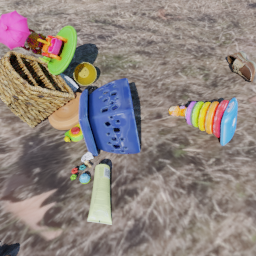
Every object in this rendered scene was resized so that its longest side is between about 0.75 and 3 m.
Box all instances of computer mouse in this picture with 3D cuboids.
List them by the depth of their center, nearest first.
[{"bbox_3d":[-2.812,-1.829,12.277,2.914,0.639,1.598,30,54,26],"label":"computer mouse"}]

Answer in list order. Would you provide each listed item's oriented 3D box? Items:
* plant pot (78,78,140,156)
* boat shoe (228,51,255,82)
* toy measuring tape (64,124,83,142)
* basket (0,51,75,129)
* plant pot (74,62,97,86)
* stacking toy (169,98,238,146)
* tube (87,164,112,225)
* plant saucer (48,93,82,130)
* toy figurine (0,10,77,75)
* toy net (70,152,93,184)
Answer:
[{"bbox_3d":[-0.674,-0.301,9.823,1.840,2.046,2.046,-11,40,0],"label":"plant pot"},{"bbox_3d":[5.340,-2.858,13.210,0.836,0.882,2.329,-5,37,0],"label":"boat shoe"},{"bbox_3d":[-1.704,0.078,10.495,0.569,0.569,1.546,34,55,29],"label":"toy measuring tape"},{"bbox_3d":[-3.859,-1.905,10.954,2.178,2.087,2.924,-36,52,-3],"label":"basket"},{"bbox_3d":[-2.004,-2.509,12.821,1.021,1.021,0.725,-12,20,-12],"label":"plant pot"},{"bbox_3d":[2.749,-0.504,10.715,2.597,1.425,1.507,15,49,30],"label":"stacking toy"},{"bbox_3d":[-0.839,2.020,8.653,0.551,0.493,1.897,-15,47,14],"label":"tube"},{"bbox_3d":[-2.345,-0.730,11.075,1.792,0.289,1.792,-10,52,13],"label":"plant saucer"},{"bbox_3d":[-3.865,-3.586,11.081,2.611,2.130,2.837,16,6,-42],"label":"toy figurine"},{"bbox_3d":[-1.518,1.327,9.501,0.639,0.235,1.218,-1,43,9],"label":"toy net"}]
